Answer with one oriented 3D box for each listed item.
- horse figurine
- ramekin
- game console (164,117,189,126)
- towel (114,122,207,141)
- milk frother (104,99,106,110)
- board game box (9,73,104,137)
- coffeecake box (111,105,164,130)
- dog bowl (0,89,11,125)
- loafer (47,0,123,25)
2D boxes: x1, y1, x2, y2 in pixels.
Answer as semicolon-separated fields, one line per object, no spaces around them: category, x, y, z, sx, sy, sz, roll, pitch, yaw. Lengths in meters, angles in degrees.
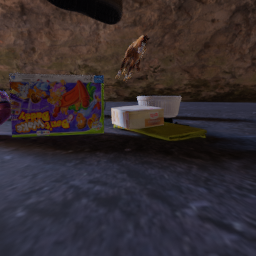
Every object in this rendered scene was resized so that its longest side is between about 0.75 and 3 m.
horse figurine;0.256;-2.898;11.504;0.725;1.926;2.906;27;16;1
ramekin;1.510;-1.059;13.678;2.151;1.002;2.151;0;7;0
game console;1.099;-0.165;9.067;1.364;0.279;2.312;-4;8;-29
towel;0.729;0.049;7.601;1.199;0.251;2.785;-9;11;-28
milk frother;-2.345;-1.597;14.580;1.702;1.886;1.774;1;6;28
board game box;-1.785;-0.597;7.225;2.297;1.545;0.514;-3;7;-19
coffeecake box;0.234;-0.326;7.760;1.016;0.484;1.324;-7;10;-21
dog bowl;-3.563;-0.354;7.075;1.405;0.518;1.405;-38;-4;-3
loafer;-1.249;-3.557;7.313;2.488;0.883;0.909;24;-29;-10
